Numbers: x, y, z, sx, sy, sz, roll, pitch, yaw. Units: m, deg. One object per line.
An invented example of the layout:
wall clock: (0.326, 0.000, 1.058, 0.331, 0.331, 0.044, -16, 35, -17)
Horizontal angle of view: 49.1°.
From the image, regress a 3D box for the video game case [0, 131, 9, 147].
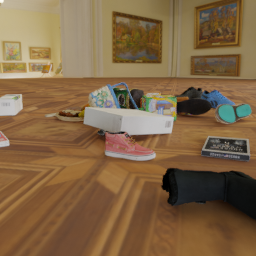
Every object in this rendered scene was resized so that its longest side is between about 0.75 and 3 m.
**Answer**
video game case: (-4.846, 0.447, 8.531, 2.053, 0.179, 1.468, -8, 16, -32)

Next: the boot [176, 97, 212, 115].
boot: (2.938, -1.160, 14.000, 2.240, 0.815, 2.380, -12, 11, 15)

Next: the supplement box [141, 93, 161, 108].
supplement box: (1.231, -1.276, 14.416, 0.874, 0.846, 2.542, 1, 13, 13)

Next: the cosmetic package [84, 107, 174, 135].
cosmetic package: (0.054, -0.262, 9.726, 2.537, 0.655, 1.912, -1, 14, -44)

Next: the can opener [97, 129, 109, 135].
can opener: (-0.688, 0.181, 9.697, 0.775, 0.257, 0.204, 9, -23, 27)

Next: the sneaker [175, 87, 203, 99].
sneaker: (3.846, -2.138, 17.810, 2.139, 0.971, 0.812, -8, 18, -27)

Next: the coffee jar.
coffee jar: (-0.193, -1.562, 14.907, 2.267, 1.182, 0.967, 12, 17, 38)

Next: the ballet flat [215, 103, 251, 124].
ballet flat: (4.246, -0.564, 11.874, 2.526, 0.860, 0.849, -4, -8, -38)

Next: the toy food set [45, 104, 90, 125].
toy food set: (-2.288, -0.761, 12.748, 2.934, 0.589, 2.026, 10, 16, 36)

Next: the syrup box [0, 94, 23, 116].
syrup box: (-5.910, -1.195, 14.104, 0.799, 0.827, 2.030, -2, 14, -10)

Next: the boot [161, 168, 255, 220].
boot: (1.459, 1.100, 4.518, 1.558, 0.708, 1.855, 1, 6, -10)

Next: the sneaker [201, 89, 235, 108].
sneaker: (4.982, -1.618, 15.645, 0.820, 0.976, 2.488, -4, 15, -25)

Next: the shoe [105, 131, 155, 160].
shoe: (0.034, 0.451, 7.484, 1.419, 0.646, 0.507, 5, 14, 19)

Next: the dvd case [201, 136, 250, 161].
dvd case: (2.831, 0.548, 8.059, 1.226, 0.202, 1.631, 5, 13, 21)

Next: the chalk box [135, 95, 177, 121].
chalk box: (1.145, -0.872, 12.186, 1.721, 1.065, 1.070, -1, 13, -7)

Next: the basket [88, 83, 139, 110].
basket: (-0.605, -0.991, 11.579, 1.817, 1.602, 1.264, -19, -18, -25)
